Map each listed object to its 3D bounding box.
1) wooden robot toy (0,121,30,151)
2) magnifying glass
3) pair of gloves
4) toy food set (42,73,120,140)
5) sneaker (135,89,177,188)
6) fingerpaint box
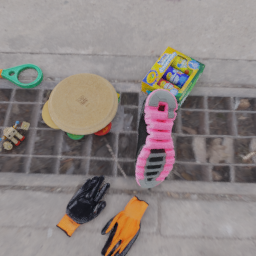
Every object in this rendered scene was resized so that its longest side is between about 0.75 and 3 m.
[{"bbox_3d":[-3.992,0.271,9.470,0.658,0.639,1.451,19,62,47],"label":"wooden robot toy"},{"bbox_3d":[-4.476,-2.043,10.575,2.519,0.282,1.002,5,66,3],"label":"magnifying glass"},{"bbox_3d":[-0.729,2.660,8.405,2.319,0.287,2.066,28,70,15],"label":"pair of gloves"},{"bbox_3d":[-1.550,-0.805,9.807,2.500,0.614,2.525,25,68,11],"label":"toy food set"},{"bbox_3d":[0.714,0.318,8.605,1.171,1.414,2.964,9,92,-18],"label":"sneaker"},{"bbox_3d":[1.641,-1.846,10.241,1.588,0.698,1.904,32,69,14],"label":"fingerpaint box"}]
